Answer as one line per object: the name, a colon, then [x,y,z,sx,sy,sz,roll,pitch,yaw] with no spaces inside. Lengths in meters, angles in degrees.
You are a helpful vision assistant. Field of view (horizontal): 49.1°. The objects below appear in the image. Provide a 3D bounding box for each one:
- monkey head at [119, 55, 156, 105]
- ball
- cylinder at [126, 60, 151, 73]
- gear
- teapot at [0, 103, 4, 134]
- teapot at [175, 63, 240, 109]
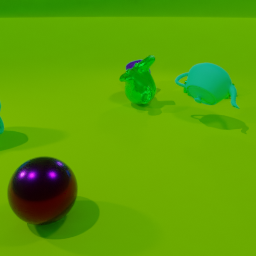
monkey head: [0.499,-1.428,8.643,1.429,1.197,1.987,-38,12,12]
ball: [-1.199,0.881,3.982,0.957,0.957,0.957,0,24,0]
cylinder: [0.401,-1.902,10.096,0.847,0.847,0.847,-11,-8,-2]
gear: [2.907,-1.437,10.099,1.761,0.326,1.761,0,24,0]
teapot: [-3.545,-0.446,6.034,1.289,2.073,1.015,-13,56,29]
teapot: [2.030,-1.010,7.060,1.863,1.159,0.912,26,77,32]
